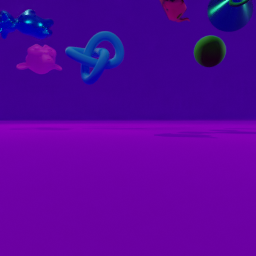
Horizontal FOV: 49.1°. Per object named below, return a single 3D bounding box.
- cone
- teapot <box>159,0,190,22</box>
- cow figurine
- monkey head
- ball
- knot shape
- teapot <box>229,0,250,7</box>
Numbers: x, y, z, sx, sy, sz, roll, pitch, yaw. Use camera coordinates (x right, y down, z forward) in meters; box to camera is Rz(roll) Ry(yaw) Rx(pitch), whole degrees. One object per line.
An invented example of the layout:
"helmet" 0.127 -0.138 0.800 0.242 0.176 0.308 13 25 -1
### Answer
"cone" 3.413 -4.061 8.934 1.516 1.516 1.522 0 2 8
"teapot" 1.237 -3.220 7.306 0.653 0.829 1.334 -27 -46 14
"cow figurine" -3.095 -3.054 8.397 1.440 0.790 1.417 24 38 2
"monkey head" -2.172 -1.656 7.135 1.193 0.719 0.858 -6 46 -34
"ball" 2.360 -2.205 8.090 0.885 0.885 0.885 0 2 0
"knot shape" -1.065 -2.092 8.148 1.570 1.678 0.775 19 -27 22
"teapot" 2.816 -3.623 6.273 0.917 1.874 1.165 26 11 14
